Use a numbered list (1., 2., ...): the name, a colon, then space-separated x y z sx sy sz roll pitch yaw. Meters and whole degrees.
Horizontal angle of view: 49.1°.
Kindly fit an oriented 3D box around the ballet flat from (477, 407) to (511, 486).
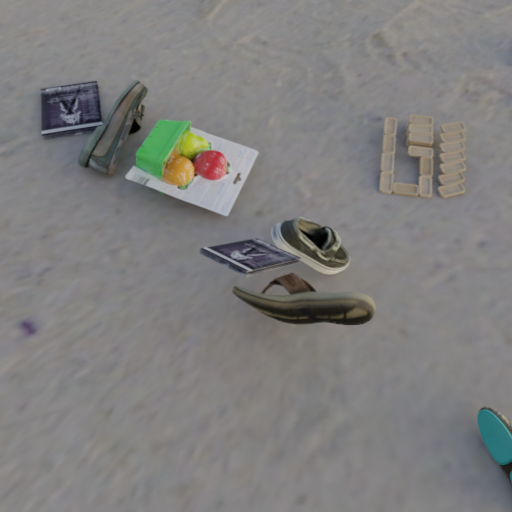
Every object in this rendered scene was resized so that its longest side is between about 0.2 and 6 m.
1. ballet flat: 3.491 2.724 7.372 0.591 0.533 1.571 0 53 -30

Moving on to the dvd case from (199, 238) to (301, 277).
1. dvd case: -0.065 0.002 7.755 0.879 0.094 1.183 25 24 36

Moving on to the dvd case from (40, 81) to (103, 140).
1. dvd case: -4.058 -3.218 12.301 1.278 0.137 1.718 -11 52 -9

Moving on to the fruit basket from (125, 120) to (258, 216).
1. fruit basket: -1.194 -1.709 10.773 2.035 0.954 1.885 23 53 -2

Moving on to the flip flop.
1. flip flop: 0.686 0.582 8.304 2.265 0.918 0.652 -3 64 35

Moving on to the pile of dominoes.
1. pile of dominoes: 3.349 -1.947 11.303 1.660 0.339 2.129 8 60 6

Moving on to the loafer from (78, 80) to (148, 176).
1. loafer: -2.745 -2.579 11.487 0.759 0.867 2.413 29 59 -8

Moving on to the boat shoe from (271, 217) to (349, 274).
1. boat shoe: 1.024 -0.157 8.878 1.760 0.560 0.622 18 57 -43
